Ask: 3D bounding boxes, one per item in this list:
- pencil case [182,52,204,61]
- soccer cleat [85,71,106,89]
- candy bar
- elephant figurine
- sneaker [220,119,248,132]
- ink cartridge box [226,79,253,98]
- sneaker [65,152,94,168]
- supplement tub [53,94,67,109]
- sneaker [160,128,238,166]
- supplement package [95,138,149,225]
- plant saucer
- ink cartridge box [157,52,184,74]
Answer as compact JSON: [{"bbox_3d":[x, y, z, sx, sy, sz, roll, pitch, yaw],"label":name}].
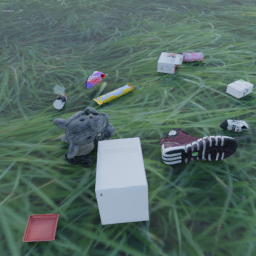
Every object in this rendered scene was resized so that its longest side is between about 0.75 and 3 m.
[{"bbox_3d":[3.981,-4.383,17.244,1.304,0.570,0.570,-1,37,-3],"label":"pencil case"},{"bbox_3d":[-1.677,-2.448,14.303,0.573,0.534,1.566,9,37,16],"label":"soccer cleat"},{"bbox_3d":[-0.673,-1.685,13.905,2.338,0.259,0.583,-29,46,-32],"label":"candy bar"},{"bbox_3d":[-1.631,0.100,9.609,1.895,2.078,2.678,30,9,10],"label":"elephant figurine"},{"bbox_3d":[4.422,-0.064,11.590,1.164,0.431,0.515,-4,35,-5],"label":"sneaker"},{"bbox_3d":[5.634,-1.987,14.132,1.071,0.450,0.779,-24,43,-28],"label":"ink cartridge box"},{"bbox_3d":[-1.744,1.095,10.148,1.120,0.425,0.508,16,29,11],"label":"sneaker"},{"bbox_3d":[-3.172,-1.266,13.162,0.467,0.467,0.763,5,38,7],"label":"supplement tub"},{"bbox_3d":[2.493,0.438,10.446,2.801,1.060,1.618,-6,35,-7],"label":"sneaker"},{"bbox_3d":[-0.187,1.520,8.480,1.394,1.377,2.299,-5,31,0],"label":"supplement package"},{"bbox_3d":[-2.441,2.853,7.940,0.850,0.156,0.852,-2,36,-2],"label":"plant saucer"},{"bbox_3d":[2.499,-3.795,16.383,1.328,0.634,1.513,9,38,12],"label":"ink cartridge box"}]
